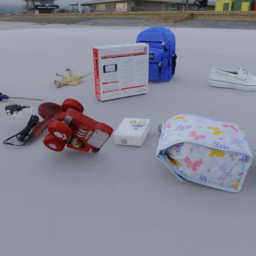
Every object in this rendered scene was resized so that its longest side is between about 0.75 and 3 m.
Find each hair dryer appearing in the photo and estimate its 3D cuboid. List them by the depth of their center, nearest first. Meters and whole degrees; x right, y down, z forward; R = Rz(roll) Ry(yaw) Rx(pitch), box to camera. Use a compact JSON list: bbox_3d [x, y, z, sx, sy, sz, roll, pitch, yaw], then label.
[{"bbox_3d":[-2.582,-0.097,8.830,2.489,0.676,1.896,-9,48,-17],"label":"hair dryer"}]

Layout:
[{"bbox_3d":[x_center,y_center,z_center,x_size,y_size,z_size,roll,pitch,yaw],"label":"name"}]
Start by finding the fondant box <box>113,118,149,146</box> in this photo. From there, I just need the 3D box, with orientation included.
[{"bbox_3d":[0.134,0.094,8.325,0.819,0.331,1.136,3,29,16],"label":"fondant box"}]

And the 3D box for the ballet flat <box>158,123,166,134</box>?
[{"bbox_3d":[1.411,0.134,8.166,1.380,0.465,0.440,19,9,33],"label":"ballet flat"}]

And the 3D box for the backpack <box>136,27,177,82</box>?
[{"bbox_3d":[1.434,-3.766,14.305,2.098,2.582,2.167,8,25,15],"label":"backpack"}]

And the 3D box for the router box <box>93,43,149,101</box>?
[{"bbox_3d":[-0.258,-2.366,11.653,2.332,2.093,0.570,-13,26,-27],"label":"router box"}]

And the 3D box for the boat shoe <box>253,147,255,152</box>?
[{"bbox_3d":[3.983,0.521,6.926,2.741,1.012,0.827,-5,63,-51],"label":"boat shoe"}]

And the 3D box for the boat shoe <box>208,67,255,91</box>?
[{"bbox_3d":[5.288,-2.349,13.140,2.868,0.958,1.055,6,25,12],"label":"boat shoe"}]

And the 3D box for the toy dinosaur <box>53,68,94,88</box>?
[{"bbox_3d":[-2.823,-2.475,14.095,2.339,0.681,1.183,-27,50,-33],"label":"toy dinosaur"}]

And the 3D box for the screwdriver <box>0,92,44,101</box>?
[{"bbox_3d":[-4.663,-1.177,11.367,2.878,0.419,0.401,10,27,14],"label":"screwdriver"}]

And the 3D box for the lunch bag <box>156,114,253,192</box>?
[{"bbox_3d":[1.682,0.481,6.586,1.931,1.228,1.638,14,26,5],"label":"lunch bag"}]

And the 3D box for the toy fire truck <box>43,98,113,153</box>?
[{"bbox_3d":[-1.250,0.154,7.089,1.409,1.677,0.940,28,55,-9],"label":"toy fire truck"}]
